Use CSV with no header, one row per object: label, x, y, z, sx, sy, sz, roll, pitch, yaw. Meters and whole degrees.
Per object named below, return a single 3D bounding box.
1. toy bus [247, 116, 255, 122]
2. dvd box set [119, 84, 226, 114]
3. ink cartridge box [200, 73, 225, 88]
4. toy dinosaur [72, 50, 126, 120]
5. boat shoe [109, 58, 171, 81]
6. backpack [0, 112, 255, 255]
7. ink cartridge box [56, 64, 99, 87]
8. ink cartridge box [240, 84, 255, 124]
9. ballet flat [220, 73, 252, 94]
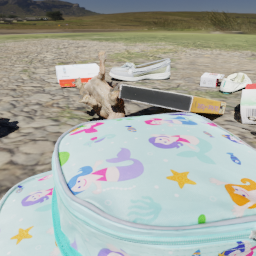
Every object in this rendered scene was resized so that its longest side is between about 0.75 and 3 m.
toy bus,3.627,0.120,6.945,1.083,0.593,1.148,27,-13,-8
dvd box set,1.419,-0.807,8.248,2.149,0.432,2.937,15,9,32
ink cartridge box,3.799,-2.144,12.572,0.919,0.439,1.047,10,25,23
toy dinosaur,-0.644,-0.834,8.487,1.280,2.021,2.982,-27,56,3
boat shoe,0.596,-2.850,13.581,3.008,0.965,1.109,-2,23,-5
backpack,0.113,1.097,2.826,2.873,2.163,2.551,-11,24,-12
ink cartridge box,-2.301,-2.541,13.313,2.063,0.609,2.577,-6,22,-15
ink cartridge box,4.874,-1.090,8.745,2.394,0.745,2.975,2,34,25
ballet flat,4.642,-1.969,11.816,2.174,0.755,0.755,-19,29,-38
